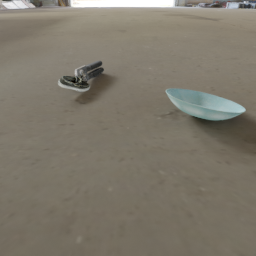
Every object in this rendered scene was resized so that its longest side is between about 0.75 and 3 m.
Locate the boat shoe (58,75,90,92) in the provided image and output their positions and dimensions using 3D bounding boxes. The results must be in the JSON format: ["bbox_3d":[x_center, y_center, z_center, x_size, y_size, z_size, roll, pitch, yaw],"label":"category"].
[{"bbox_3d":[-1.854,-1.618,10.042,1.261,0.401,0.446,0,56,-42],"label":"boat shoe"}]

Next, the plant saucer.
[{"bbox_3d":[2.194,-0.648,8.224,2.320,0.447,2.320,10,18,-3],"label":"plant saucer"}]

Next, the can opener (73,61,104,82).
[{"bbox_3d":[-1.720,-2.261,11.377,0.753,0.601,2.252,-7,20,20],"label":"can opener"}]
